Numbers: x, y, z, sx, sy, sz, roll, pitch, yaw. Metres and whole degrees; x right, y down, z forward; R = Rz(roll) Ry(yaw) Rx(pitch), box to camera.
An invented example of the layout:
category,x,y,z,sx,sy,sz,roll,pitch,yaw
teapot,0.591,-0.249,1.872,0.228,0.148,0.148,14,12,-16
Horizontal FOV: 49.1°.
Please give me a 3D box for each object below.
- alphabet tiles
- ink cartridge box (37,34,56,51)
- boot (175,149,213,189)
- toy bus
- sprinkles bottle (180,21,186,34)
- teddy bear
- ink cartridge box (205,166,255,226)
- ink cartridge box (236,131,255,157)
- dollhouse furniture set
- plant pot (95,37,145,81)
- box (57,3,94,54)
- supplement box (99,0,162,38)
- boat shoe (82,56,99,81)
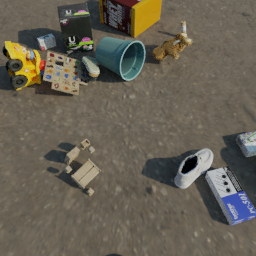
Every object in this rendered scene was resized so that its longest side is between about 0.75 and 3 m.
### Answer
category,x,y,z,sx,sy,sz,roll,pitch,yaw
alphabet tiles,-2.744,-2.431,12.562,1.936,0.087,2.316,13,48,-21
ink cartridge box,-4.135,-4.375,14.278,0.805,0.587,0.333,-26,54,-21
boot,2.360,1.204,9.602,0.721,0.937,1.960,34,59,24
toy bus,-4.348,-2.799,12.247,1.860,1.937,1.315,-15,54,-22
sprinkles bottle,2.916,-5.203,14.707,0.259,0.759,0.259,-9,36,7
teddy bear,2.122,-3.823,13.438,1.980,0.661,1.435,-44,56,-7
ink cartridge box,3.335,2.172,9.177,0.847,0.398,1.801,-14,53,-10
ink cartridge box,4.970,0.522,10.493,1.537,0.387,0.838,-11,52,-7
dollhouse furniture set,-1.456,1.412,9.894,1.560,0.762,1.330,45,62,3
plant pot,-0.430,-3.297,12.811,1.754,1.791,1.791,28,56,31
box,-2.543,-4.876,13.786,1.461,1.967,1.223,-10,52,-8
supplement box,0.135,-6.643,15.395,2.478,1.645,2.444,32,58,23
boat shoe,-1.755,-2.796,12.985,0.753,0.628,2.018,6,33,-21
